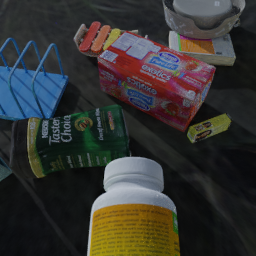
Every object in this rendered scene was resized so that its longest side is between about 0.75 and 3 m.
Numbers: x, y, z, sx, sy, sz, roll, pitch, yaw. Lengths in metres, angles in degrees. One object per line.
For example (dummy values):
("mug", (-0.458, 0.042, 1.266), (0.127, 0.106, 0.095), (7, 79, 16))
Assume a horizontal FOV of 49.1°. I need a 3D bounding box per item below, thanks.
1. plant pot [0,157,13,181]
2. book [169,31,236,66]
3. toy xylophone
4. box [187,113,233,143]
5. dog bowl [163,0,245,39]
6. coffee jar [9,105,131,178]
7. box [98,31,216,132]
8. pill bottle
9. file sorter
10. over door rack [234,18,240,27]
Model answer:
("plant pot", (-3.535, 0.886, 6.269), (1.069, 1.066, 1.088), (39, 75, 24))
("book", (2.342, -2.633, 9.048), (1.984, 0.477, 1.325), (4, 52, 2))
("toy xylophone", (-0.503, -2.864, 9.100), (2.351, 0.591, 1.721), (6, 55, 4))
("box", (2.113, -0.002, 7.230), (1.138, 0.428, 0.285), (-21, 57, -12))
("dog bowl", (2.450, -3.947, 9.370), (2.628, 0.771, 2.628), (-1, 52, 1))
("coffee jar", (-1.348, 0.319, 6.554), (2.685, 1.145, 1.400), (-9, 56, -6))
("box", (0.703, -1.302, 7.563), (2.778, 1.326, 1.385), (28, 60, 18))
("pill bottle", (0.105, 2.089, 5.036), (1.627, 1.627, 2.929), (1, 56, 0))
("file sorter", (-3.185, -1.368, 7.484), (2.546, 1.562, 1.766), (9, 56, 6))
("over door rack", (2.841, -4.027, 9.899), (1.871, 0.623, 1.382), (-18, 58, -12))
